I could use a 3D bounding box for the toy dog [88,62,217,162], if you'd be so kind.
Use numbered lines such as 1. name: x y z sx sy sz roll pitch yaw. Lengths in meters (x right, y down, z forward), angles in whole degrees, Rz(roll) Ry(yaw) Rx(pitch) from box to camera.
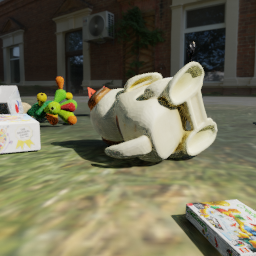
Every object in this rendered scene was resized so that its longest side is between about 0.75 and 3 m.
1. toy dog: 0.172 -0.112 4.733 1.925 1.386 1.986 -45 32 -23

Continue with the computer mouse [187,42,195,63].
1. computer mouse: 1.979 -2.500 8.838 0.211 0.918 0.645 10 -33 9

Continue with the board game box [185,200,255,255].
1. board game box: 0.785 0.724 2.004 0.475 0.130 0.753 -1 8 -13

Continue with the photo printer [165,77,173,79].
1. photo printer: 1.857 -1.535 12.508 2.169 0.905 2.607 -4 27 24

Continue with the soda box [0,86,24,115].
1. soda box: -4.423 -0.589 7.801 2.674 0.913 0.848 0 40 0

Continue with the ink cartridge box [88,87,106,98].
1. ink cartridge box: -0.803 -1.212 11.429 1.655 0.417 0.902 23 32 -32

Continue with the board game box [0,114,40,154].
1. board game box: -3.254 0.115 5.027 2.961 0.507 1.991 -4 9 -26

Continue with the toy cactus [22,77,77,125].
1. toy cactus: -2.793 -0.680 8.815 2.367 1.467 2.869 -12 20 -16
